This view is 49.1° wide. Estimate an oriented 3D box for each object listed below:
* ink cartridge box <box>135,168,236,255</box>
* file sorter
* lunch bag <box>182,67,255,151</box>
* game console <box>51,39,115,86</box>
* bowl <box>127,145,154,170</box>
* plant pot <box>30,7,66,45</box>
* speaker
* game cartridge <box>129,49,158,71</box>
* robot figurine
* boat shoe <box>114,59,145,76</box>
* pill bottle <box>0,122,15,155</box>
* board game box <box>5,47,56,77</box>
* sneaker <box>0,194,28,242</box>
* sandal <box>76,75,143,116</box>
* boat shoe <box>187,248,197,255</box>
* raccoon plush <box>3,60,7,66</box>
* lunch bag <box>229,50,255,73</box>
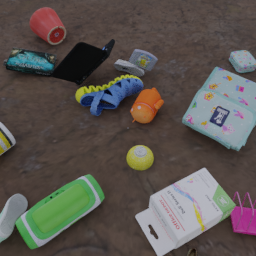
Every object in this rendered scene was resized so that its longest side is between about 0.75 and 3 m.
[{"bbox_3d":[1.784,2.664,9.039,2.787,0.938,1.632,-24,55,-18],"label":"ink cartridge box"},{"bbox_3d":[4.120,2.691,8.864,1.478,0.927,1.027,7,33,5],"label":"file sorter"},{"bbox_3d":[3.875,-0.700,11.142,2.538,1.817,2.979,30,58,20],"label":"lunch bag"},{"bbox_3d":[-1.932,-3.077,12.235,1.377,2.367,2.081,38,41,-22],"label":"game console"},{"bbox_3d":[0.465,1.013,10.598,1.047,0.563,1.047,0,51,0],"label":"bowl"},{"bbox_3d":[-4.211,-5.398,15.122,1.640,1.640,1.451,-33,67,-23],"label":"plant pot"},{"bbox_3d":[-2.113,2.612,8.967,2.668,1.180,1.180,-31,58,-23],"label":"speaker"},{"bbox_3d":[0.726,-3.181,13.043,1.194,0.796,0.242,17,41,-18],"label":"game cartridge"},{"bbox_3d":[0.788,-0.931,11.835,1.278,1.036,1.777,21,54,13],"label":"robot figurine"},{"bbox_3d":[0.126,-3.024,13.799,1.609,0.570,0.562,19,59,20],"label":"boat shoe"},{"bbox_3d":[-5.451,0.790,10.329,1.246,1.246,2.239,33,58,23],"label":"pill bottle"},{"bbox_3d":[-4.745,-3.281,13.878,2.156,0.304,1.459,7,51,-10],"label":"board game box"},{"bbox_3d":[-3.972,2.940,8.994,1.084,0.676,1.838,-39,17,18],"label":"sneaker"},{"bbox_3d":[-0.692,-1.342,12.183,2.974,1.182,1.295,-20,58,-5],"label":"sandal"},{"bbox_3d":[1.846,4.023,8.350,0.345,0.346,0.934,15,53,12],"label":"boat shoe"},{"bbox_3d":[-5.738,-3.114,13.819,0.870,0.421,0.583,32,33,23],"label":"raccoon plush"},{"bbox_3d":[5.735,-3.352,14.086,1.046,0.503,1.304,-12,52,-6],"label":"lunch bag"}]
